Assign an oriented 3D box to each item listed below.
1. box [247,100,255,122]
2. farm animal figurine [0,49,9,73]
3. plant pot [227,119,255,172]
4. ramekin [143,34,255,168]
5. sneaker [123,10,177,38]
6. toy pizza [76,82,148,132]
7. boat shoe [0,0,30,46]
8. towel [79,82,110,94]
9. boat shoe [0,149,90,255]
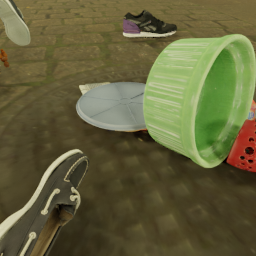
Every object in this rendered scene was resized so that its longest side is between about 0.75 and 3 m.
[{"bbox_3d":[3.177,-0.579,7.809,0.489,0.530,1.033,2,32,2],"label":"box"},{"bbox_3d":[-5.013,-2.065,9.856,1.632,0.860,1.650,15,46,25],"label":"farm animal figurine"},{"bbox_3d":[2.691,0.434,5.803,0.934,1.026,1.026,22,39,22],"label":"plant pot"},{"bbox_3d":[1.544,-0.628,6.016,1.316,2.693,2.693,20,37,40],"label":"ramekin"},{"bbox_3d":[1.204,-5.505,14.704,2.935,1.285,1.112,-5,33,-8],"label":"sneaker"},{"bbox_3d":[-0.078,-0.581,7.883,2.703,0.428,2.703,0,33,0],"label":"toy pizza"},{"bbox_3d":[-3.506,-3.345,8.506,0.728,1.925,0.581,-10,63,-4],"label":"boat shoe"},{"bbox_3d":[-0.972,-1.224,9.104,1.099,0.197,1.141,-10,33,-14],"label":"towel"},{"bbox_3d":[-1.210,1.311,4.546,0.741,0.908,2.458,14,39,21],"label":"boat shoe"}]
